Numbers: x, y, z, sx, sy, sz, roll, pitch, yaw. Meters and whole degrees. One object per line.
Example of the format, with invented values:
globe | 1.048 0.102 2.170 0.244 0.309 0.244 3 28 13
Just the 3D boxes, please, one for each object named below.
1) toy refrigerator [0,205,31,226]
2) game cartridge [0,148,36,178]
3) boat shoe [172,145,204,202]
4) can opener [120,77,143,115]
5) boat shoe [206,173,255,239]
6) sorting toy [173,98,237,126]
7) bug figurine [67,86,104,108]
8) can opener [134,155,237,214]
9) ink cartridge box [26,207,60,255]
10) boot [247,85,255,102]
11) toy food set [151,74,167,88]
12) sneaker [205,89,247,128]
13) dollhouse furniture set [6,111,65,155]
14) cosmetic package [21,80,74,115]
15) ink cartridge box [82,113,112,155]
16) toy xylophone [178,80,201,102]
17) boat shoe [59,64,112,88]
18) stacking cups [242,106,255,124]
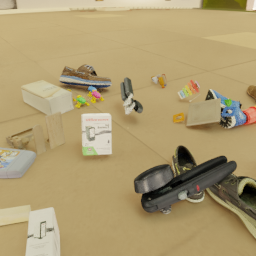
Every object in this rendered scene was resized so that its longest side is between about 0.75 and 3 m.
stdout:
toy refrigerator | -2.668 2.038 6.508 0.770 0.269 0.292 -6 23 -12
game cartridge | -3.738 1.015 8.279 1.684 0.350 1.121 5 26 9
boat shoe | 1.609 1.191 7.667 0.685 0.578 1.921 -3 30 -5
can opener | 0.067 -1.219 10.985 0.694 0.550 2.088 25 32 -30
boat shoe | 2.781 1.574 6.653 0.988 0.909 2.766 -11 31 -19
sorting toy | 2.847 -0.536 10.485 2.342 0.319 1.319 -8 42 28
bug figurine | -1.931 -1.456 12.460 1.856 0.477 1.439 -21 36 -33
can opener | 1.481 1.308 6.813 2.669 1.049 0.846 -16 29 -12
ink cartridge box | -1.614 2.296 5.411 0.507 0.879 1.204 -9 29 -11
boot | 5.902 -1.651 12.590 0.690 0.707 1.874 -1 28 3
toy food set | 1.636 -2.384 14.251 0.587 0.554 1.230 -24 17 -13
sneaker | 3.798 -0.766 11.003 1.032 0.909 2.315 -1 37 -16
dollhouse furniture set | -3.114 -0.008 9.172 1.456 1.186 1.384 26 38 38
cosmetic package | -3.430 -1.290 11.851 2.186 0.799 1.132 23 37 36
ink cartridge box | -0.961 0.181 8.570 0.879 1.208 0.507 -2 9 -11
toy xylophone | 2.708 -1.574 12.108 0.736 1.005 0.253 54 31 11
boat shoe | -2.053 -2.549 13.549 2.736 0.990 0.988 9 0 15
stacking cups | 5.472 -0.678 10.973 2.659 0.804 0.804 -19 34 -20
